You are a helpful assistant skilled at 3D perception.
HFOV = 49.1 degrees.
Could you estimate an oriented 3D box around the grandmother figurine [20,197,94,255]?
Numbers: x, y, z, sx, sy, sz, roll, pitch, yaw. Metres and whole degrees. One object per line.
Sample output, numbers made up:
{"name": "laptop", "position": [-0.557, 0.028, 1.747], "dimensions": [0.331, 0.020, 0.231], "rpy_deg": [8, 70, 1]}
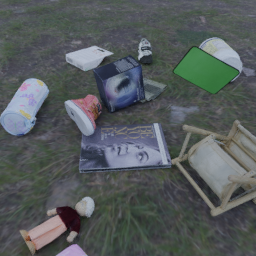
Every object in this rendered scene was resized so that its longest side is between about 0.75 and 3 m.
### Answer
{"name": "grandmother figurine", "position": [-1.659, 2.400, 7.119], "dimensions": [1.896, 0.574, 1.150], "rpy_deg": [-29, 56, -28]}

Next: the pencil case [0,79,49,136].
{"name": "pencil case", "position": [-3.909, -0.888, 10.810], "dimensions": [1.197, 1.097, 2.638], "rpy_deg": [-13, 36, 10]}

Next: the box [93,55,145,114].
{"name": "box", "position": [-0.306, -1.730, 11.210], "dimensions": [1.672, 1.685, 1.038], "rpy_deg": [-25, 46, -12]}

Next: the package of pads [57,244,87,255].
{"name": "package of pads", "position": [-1.692, 3.459, 4.849], "dimensions": [2.743, 1.652, 1.038], "rpy_deg": [-29, 46, -32]}

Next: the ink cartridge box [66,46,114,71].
{"name": "ink cartridge box", "position": [-2.041, -3.783, 15.072], "dimensions": [1.630, 0.507, 2.026], "rpy_deg": [31, 44, 34]}

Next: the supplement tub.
{"name": "supplement tub", "position": [4.364, -3.241, 13.442], "dimensions": [1.560, 1.560, 2.151], "rpy_deg": [-5, 39, -6]}

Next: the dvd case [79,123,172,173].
{"name": "dvd case", "position": [-0.141, 0.606, 9.631], "dimensions": [2.930, 0.234, 2.178], "rpy_deg": [-2, 38, -3]}

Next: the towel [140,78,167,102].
{"name": "towel", "position": [0.677, -1.748, 12.659], "dimensions": [1.708, 0.295, 1.645], "rpy_deg": [23, 41, 30]}

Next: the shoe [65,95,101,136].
{"name": "shoe", "position": [-1.455, -0.595, 10.399], "dimensions": [1.149, 0.903, 2.527], "rpy_deg": [-22, 30, -19]}

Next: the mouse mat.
{"name": "mouse mat", "position": [2.684, -1.961, 9.795], "dimensions": [1.901, 1.530, 0.072], "rpy_deg": [27, 58, -8]}

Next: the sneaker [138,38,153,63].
{"name": "sneaker", "position": [0.907, -4.236, 15.267], "dimensions": [0.765, 0.914, 2.066], "rpy_deg": [-4, 40, -7]}

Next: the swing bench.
{"name": "swing bench", "position": [2.888, 1.028, 8.110], "dimensions": [2.267, 1.471, 2.255], "rpy_deg": [-4, 36, -24]}
